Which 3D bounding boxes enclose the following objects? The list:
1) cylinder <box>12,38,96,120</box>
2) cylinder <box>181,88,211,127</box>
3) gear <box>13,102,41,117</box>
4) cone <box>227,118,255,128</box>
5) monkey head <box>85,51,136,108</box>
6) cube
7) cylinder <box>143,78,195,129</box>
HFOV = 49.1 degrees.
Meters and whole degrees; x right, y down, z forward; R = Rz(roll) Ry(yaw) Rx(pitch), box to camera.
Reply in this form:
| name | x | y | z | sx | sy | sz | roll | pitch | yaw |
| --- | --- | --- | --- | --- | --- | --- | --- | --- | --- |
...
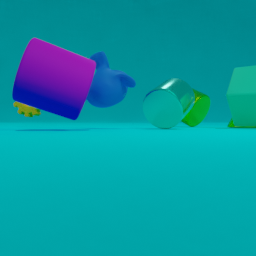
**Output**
| name | x | y | z | sx | sy | sz | roll | pitch | yaw |
| --- | --- | --- | --- | --- | --- | --- | --- | --- | --- |
| cylinder | -1.579 | -1.030 | 6.085 | 1.393 | 1.393 | 1.393 | 19 | -4 | -15 |
| cylinder | 2.186 | -0.880 | 10.529 | 1.292 | 1.292 | 1.292 | -1 | 28 | -46 |
| gear | -3.486 | -1.126 | 10.041 | 1.451 | 1.451 | 0.268 | 1 | -2 | 23 |
| cone | 4.050 | -0.686 | 9.481 | 1.321 | 1.326 | 1.321 | 0 | 1 | 0 |
| monkey head | -0.649 | -1.229 | 7.324 | 1.870 | 1.345 | 1.127 | -16 | 26 | 24 |
| cube | 3.506 | -0.874 | 7.615 | 1.205 | 1.205 | 1.205 | 0 | -44 | 35 |
| cylinder | 1.078 | -0.656 | 7.319 | 1.067 | 1.067 | 1.067 | 1 | 23 | 31 |
